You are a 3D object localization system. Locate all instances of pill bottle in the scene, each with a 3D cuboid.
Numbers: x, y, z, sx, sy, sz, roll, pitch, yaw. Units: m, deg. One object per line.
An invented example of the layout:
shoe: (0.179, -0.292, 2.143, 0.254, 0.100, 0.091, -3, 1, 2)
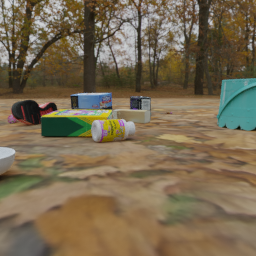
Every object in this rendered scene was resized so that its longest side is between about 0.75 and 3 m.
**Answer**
pill bottle: (-0.387, 0.056, 7.652, 1.123, 0.585, 0.585, -4, 9, -27)

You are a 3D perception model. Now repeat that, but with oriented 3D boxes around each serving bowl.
serving bowl: (-2.389, 0.595, 4.379, 1.183, 0.389, 1.183, 1, 7, 0)

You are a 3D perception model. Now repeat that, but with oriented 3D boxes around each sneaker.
sneaker: (-4.092, -0.556, 11.791, 1.185, 1.007, 2.733, -9, -1, 18)

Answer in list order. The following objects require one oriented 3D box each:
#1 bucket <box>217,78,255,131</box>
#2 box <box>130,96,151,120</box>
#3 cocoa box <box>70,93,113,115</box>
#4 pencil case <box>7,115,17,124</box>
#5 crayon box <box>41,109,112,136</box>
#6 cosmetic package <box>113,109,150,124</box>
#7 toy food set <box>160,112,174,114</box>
bucket: (4.742, -0.955, 10.485, 2.746, 1.787, 2.746, -3, 8, 0)
box: (0.567, -0.979, 13.500, 0.930, 1.072, 1.753, 1, 8, -2)
cocoa box: (-1.820, -1.143, 14.056, 1.785, 1.171, 1.190, 3, 12, 28)
pencil case: (-4.926, -0.404, 12.011, 0.376, 0.376, 0.859, -2, 8, -15)
crayon box: (-1.550, -0.199, 9.225, 1.958, 0.662, 2.270, 1, 9, 0)
cosmetic package: (0.167, -0.517, 12.149, 1.480, 0.526, 0.779, 3, 8, 21)
toy food set: (2.322, -0.875, 16.327, 0.805, 0.127, 0.512, -4, 9, -29)
